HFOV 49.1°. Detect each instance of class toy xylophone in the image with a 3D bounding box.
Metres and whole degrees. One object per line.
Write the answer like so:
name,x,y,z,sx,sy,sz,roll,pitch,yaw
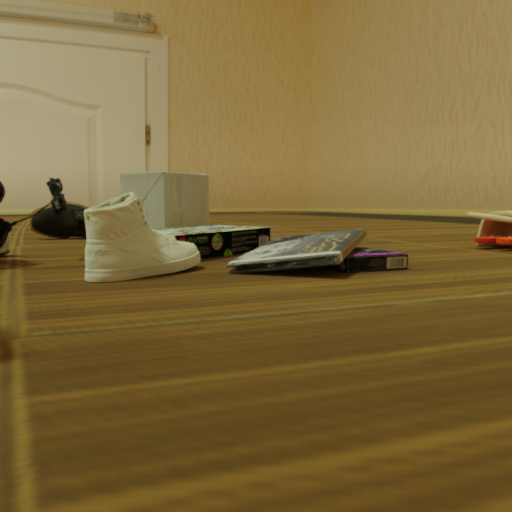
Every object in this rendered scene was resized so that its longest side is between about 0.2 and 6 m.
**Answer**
toy xylophone,5.598,-0.467,11.061,2.304,0.791,3.147,-2,6,-15

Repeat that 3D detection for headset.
headset,-4.538,-0.806,9.054,2.788,1.722,1.310,-5,48,-23

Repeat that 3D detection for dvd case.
dvd case,0.704,-0.107,8.653,1.644,0.177,2.210,-5,10,22

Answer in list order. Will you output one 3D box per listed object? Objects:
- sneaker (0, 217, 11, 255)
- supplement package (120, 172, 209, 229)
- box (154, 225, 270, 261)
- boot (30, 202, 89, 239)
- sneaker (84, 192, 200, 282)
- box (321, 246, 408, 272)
sneaker,-5.469,-0.442,10.360,2.094,0.889,0.806,1,6,11
supplement package,-2.033,-1.060,12.673,1.249,1.624,1.698,3,7,28
box,-1.121,-0.265,10.608,1.542,0.486,2.801,4,8,34
boot,-4.292,-0.820,14.182,2.488,0.964,1.721,-4,12,-30
sneaker,-1.532,-0.324,7.890,0.739,1.160,2.007,1,7,34
box,1.501,0.036,8.858,1.071,0.270,1.498,-3,8,-22
